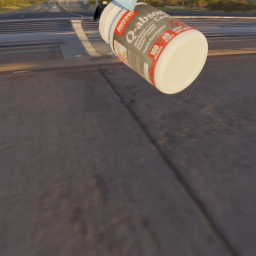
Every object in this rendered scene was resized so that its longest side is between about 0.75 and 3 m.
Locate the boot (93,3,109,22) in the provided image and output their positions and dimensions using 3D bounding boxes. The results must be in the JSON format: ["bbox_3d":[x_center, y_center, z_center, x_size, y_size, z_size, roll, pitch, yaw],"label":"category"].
[{"bbox_3d":[-0.605,-4.631,10.645,1.284,1.475,0.511,-23,75,-38],"label":"boot"}]

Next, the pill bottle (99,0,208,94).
[{"bbox_3d":[0.399,-1.707,5.550,1.231,1.231,2.124,-20,48,-33],"label":"pill bottle"}]

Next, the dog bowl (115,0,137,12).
[{"bbox_3d":[-0.175,-2.397,4.957,0.528,0.235,0.947,12,32,-45],"label":"dog bowl"}]
